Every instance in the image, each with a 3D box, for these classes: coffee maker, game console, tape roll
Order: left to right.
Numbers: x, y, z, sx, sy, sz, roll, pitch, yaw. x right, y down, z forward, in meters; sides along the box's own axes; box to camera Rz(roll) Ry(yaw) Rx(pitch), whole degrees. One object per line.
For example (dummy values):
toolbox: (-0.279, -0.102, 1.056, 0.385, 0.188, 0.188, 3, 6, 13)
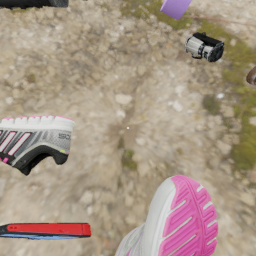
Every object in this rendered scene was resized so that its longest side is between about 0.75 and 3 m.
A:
game console: (-1.171, 1.345, 3.591, 1.084, 1.226, 0.190, 13, 63, -35)
tape roll: (1.603, -4.029, 7.831, 0.604, 1.842, 1.842, 25, 64, -7)
coffee maker: (1.940, -2.032, 6.876, 0.779, 0.546, 0.811, -47, 55, -7)

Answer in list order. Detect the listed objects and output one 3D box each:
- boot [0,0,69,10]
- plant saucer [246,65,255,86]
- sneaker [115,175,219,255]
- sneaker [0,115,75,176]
boot: (-2.417, -2.977, 6.184, 1.909, 1.574, 0.627, 3, 101, 0)
plant saucer: (2.907, -1.142, 5.733, 0.930, 0.930, 0.149, -13, 63, -6)
sneaker: (0.307, 1.657, 3.608, 1.016, 2.496, 1.101, -5, 24, -37)
sneaker: (-2.213, 0.398, 5.300, 2.448, 0.903, 1.071, -6, 80, -8)
